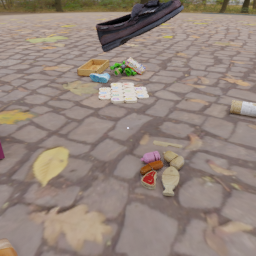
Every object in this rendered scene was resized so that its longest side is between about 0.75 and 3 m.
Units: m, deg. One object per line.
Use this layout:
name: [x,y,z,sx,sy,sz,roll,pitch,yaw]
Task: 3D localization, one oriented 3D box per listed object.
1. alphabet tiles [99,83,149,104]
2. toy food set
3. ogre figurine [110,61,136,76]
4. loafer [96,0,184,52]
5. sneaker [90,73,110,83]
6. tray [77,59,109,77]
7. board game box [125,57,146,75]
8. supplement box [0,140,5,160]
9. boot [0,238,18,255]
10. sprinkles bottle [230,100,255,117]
alphabet tiles: [-0.228,-1.701,13.322,2.307,0.172,2.358,-2,29,-3]
toy food set: [0.905,1.133,7.968,1.263,0.313,1.987,10,37,18]
ogre figurine: [-0.263,-3.355,15.851,1.438,0.706,0.862,-4,35,4]
loafer: [0.138,-2.688,7.008,2.513,0.791,0.903,-15,23,39]
sneaker: [-1.460,-2.734,15.005,1.058,0.421,0.691,19,34,13]
tray: [-1.998,-3.572,16.548,1.155,0.434,2.342,7,28,13]
board game box: [0.444,-3.584,16.157,1.122,0.260,0.850,34,30,-4]
supplement box: [-4.939,0.162,8.770,1.517,1.196,2.317,-16,32,-27]
boot: [-2.596,2.586,5.118,1.133,0.417,0.876,-22,39,-30]
sprinkles bottle: [4.929,-0.730,11.114,1.600,0.546,0.546,11,30,21]
